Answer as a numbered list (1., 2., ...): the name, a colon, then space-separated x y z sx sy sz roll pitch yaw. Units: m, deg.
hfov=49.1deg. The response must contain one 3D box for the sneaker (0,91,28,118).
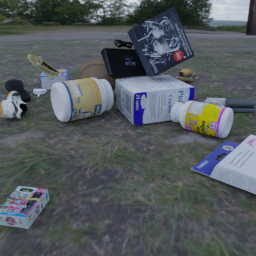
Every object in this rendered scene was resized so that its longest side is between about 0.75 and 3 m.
1. sneaker: -4.698 -0.894 11.803 0.961 0.830 2.193 12 23 -14

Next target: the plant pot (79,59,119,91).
1. plant pot: -1.445 -2.006 13.180 1.935 1.935 1.688 1 42 2

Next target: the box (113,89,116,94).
1. box: -0.973 -2.201 14.534 0.691 0.783 0.378 -2 24 -5

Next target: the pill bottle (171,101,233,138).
1. pill bottle: 2.598 -0.375 10.016 2.036 1.061 1.061 16 28 33

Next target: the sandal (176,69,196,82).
1. sandal: 3.620 -3.343 17.261 1.016 0.683 2.530 10 26 23

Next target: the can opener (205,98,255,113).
1. can opener: 4.358 -1.025 12.096 2.219 0.584 0.737 3 23 6

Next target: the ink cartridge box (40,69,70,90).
1. ink cartridge box: -4.139 -2.857 16.041 1.457 0.815 2.136 -3 22 -7

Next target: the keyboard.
1. keyboard: -0.057 -3.031 12.225 0.359 1.682 2.801 -13 2 41

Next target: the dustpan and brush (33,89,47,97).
1. dustpan and brush: -4.545 -1.794 14.338 0.677 0.278 0.971 -2 17 -10

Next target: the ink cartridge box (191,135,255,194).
1. ink cartridge box: 3.499 0.903 7.704 2.591 0.561 2.544 20 29 35

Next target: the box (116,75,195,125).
1. box: 1.027 -1.240 11.613 2.569 1.348 2.363 -8 24 -17

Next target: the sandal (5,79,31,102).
1. sandal: -5.552 -1.778 14.014 0.900 0.573 2.395 -13 39 -29

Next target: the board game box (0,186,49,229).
1. board game box: -2.302 1.720 6.167 0.740 0.322 1.003 3 24 9

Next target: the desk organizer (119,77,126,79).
1. desk organizer: -1.135 -3.356 16.959 1.058 0.985 2.747 -17 29 -39

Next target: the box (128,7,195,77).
1. box: 1.338 -3.441 11.485 1.913 2.101 1.094 -28 13 -4

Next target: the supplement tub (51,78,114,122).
1. supplement tub: -1.825 -1.177 11.230 2.146 1.553 1.553 -14 27 -31

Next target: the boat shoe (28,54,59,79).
1. boat shoe: -3.110 -2.326 10.364 0.389 1.235 0.451 -31 32 26
